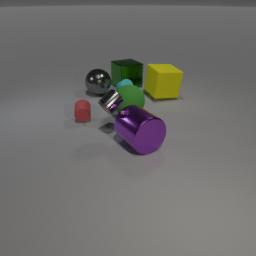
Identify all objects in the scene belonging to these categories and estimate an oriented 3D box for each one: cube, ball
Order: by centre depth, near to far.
[{"bbox_3d":[0.041,-1.196,12.246,1.400,1.400,1.400,0,27,0],"label":"ball"},{"bbox_3d":[1.822,-2.456,14.603,1.400,1.400,1.400,-4,30,-21],"label":"cube"},{"bbox_3d":[-1.600,-2.469,14.998,1.400,1.400,1.400,0,27,0],"label":"ball"},{"bbox_3d":[-0.070,-3.147,16.340,1.400,1.400,1.400,-14,31,-26],"label":"cube"}]

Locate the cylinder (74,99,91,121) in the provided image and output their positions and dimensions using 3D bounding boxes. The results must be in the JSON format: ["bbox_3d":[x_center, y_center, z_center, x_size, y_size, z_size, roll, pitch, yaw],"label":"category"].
[{"bbox_3d":[-1.963,-0.761,12.098,0.700,0.700,0.700,-3,40,-6],"label":"cylinder"}]

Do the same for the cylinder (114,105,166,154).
[{"bbox_3d":[0.427,0.031,10.128,1.400,1.400,1.400,-16,31,-28],"label":"cylinder"}]

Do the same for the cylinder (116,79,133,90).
[{"bbox_3d":[-0.190,-2.207,15.042,0.700,0.700,0.700,-15,1,-27],"label":"cylinder"}]

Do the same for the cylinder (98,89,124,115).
[{"bbox_3d":[-0.626,-0.972,10.414,0.700,0.700,0.700,-46,42,-10],"label":"cylinder"}]
